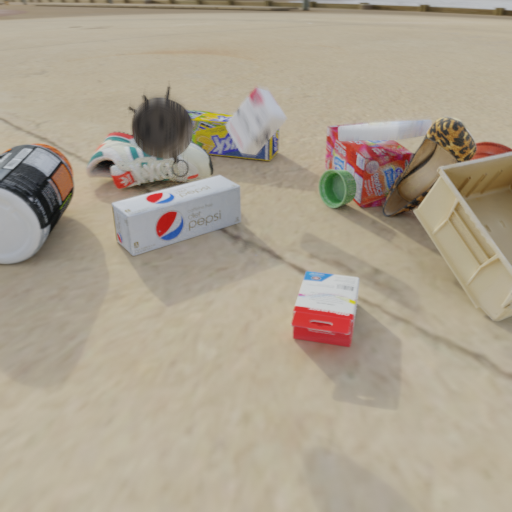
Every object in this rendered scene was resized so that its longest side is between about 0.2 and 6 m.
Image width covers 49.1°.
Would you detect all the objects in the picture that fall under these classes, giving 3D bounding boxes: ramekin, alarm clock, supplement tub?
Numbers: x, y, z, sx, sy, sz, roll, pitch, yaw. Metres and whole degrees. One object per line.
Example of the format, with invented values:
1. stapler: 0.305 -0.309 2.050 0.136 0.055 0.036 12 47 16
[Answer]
1. ramekin: 1.772 -1.465 12.077 0.406 0.830 0.830 -13 31 -35
2. alarm clock: -1.412 -1.858 8.713 0.911 1.351 0.450 -24 6 11
3. supplement tub: -4.446 -1.123 10.634 1.602 1.602 2.614 0 29 -1

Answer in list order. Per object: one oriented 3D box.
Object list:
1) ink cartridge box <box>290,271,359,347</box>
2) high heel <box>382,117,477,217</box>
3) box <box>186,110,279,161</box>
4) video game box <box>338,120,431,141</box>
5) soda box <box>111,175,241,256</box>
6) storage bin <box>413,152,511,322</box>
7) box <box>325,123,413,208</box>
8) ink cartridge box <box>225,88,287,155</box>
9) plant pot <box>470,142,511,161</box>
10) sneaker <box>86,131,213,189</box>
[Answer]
1. ink cartridge box: 1.027 0.836 8.270 0.861 0.498 1.482 7 30 12
2. high heel: 3.189 -1.576 10.692 0.941 1.878 2.635 44 4 12
3. box: -0.840 -3.260 15.040 2.826 0.990 0.908 8 31 15
4. video game box: 2.574 -2.514 11.242 1.267 0.326 1.391 -20 21 -40
5. soda box: -1.503 -0.835 10.897 2.452 0.835 0.781 -20 35 -31
6. storage bin: 4.218 -0.409 9.031 2.351 1.102 2.334 -14 62 -23
7. box: 2.499 -2.145 12.862 1.140 1.190 2.388 -7 30 -12
8. ink cartridge box: -0.020 -2.857 11.983 0.482 1.142 0.827 -3 57 -48
9. plant pot: 4.351 -1.211 11.047 1.583 1.583 1.540 18 43 29
10. sneaker: -2.531 -1.984 12.994 3.091 1.088 1.445 14 50 20
